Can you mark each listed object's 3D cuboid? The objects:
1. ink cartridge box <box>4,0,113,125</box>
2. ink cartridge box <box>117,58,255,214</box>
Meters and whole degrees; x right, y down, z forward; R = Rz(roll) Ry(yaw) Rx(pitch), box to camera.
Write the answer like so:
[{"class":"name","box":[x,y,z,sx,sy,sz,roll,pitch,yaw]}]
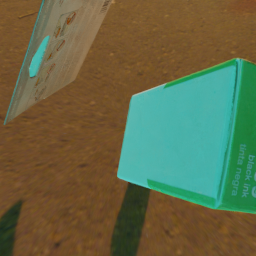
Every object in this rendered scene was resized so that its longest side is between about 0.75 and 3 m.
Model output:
[{"class":"ink cartridge box","box":[-0.949,-1.206,3.695,0.449,2.060,1.788,38,37,2]},{"class":"ink cartridge box","box":[1.496,0.329,3.180,2.659,1.941,1.118,13,82,-21]}]
